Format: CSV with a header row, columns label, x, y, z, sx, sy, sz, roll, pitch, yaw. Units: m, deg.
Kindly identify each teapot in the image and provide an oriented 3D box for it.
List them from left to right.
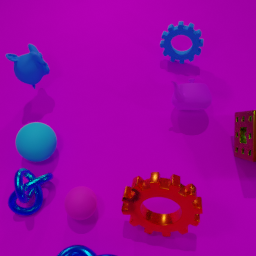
label,x,y,z,sx,sy,sz,roll,pitch,yaw
teapot,1.801,-0.977,8.083,1.150,1.850,0.906,0,90,44

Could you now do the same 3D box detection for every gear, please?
label,x,y,z,sx,sy,sz,roll,pitch,yaw
gear,0.725,1.704,6.117,1.722,1.722,0.318,9,36,6
gear,1.753,-2.771,9.175,1.371,1.371,0.254,12,48,8

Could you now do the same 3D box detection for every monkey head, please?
label,x,y,z,sx,sy,sz,roll,pitch,yaw
monkey head,-2.870,-1.838,8.101,0.936,1.553,1.118,-30,64,-3

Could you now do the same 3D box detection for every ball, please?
label,x,y,z,sx,sy,sz,roll,pitch,yaw
ball,-2.412,0.371,7.398,1.035,1.035,1.035,0,57,0
ball,-1.116,1.775,6.643,0.775,0.775,0.775,0,57,0

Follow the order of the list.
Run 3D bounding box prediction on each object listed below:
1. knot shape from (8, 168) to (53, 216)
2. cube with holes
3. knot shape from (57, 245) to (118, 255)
label,x,y,z,sx,sy,sz,roll,pitch,yaw
knot shape,-2.380,1.560,6.716,0.568,1.229,1.150,23,94,23
cube with holes,3.535,0.188,7.113,1.222,1.222,1.222,1,90,0
knot shape,-0.861,3.020,5.627,1.468,0.725,1.569,36,82,10
